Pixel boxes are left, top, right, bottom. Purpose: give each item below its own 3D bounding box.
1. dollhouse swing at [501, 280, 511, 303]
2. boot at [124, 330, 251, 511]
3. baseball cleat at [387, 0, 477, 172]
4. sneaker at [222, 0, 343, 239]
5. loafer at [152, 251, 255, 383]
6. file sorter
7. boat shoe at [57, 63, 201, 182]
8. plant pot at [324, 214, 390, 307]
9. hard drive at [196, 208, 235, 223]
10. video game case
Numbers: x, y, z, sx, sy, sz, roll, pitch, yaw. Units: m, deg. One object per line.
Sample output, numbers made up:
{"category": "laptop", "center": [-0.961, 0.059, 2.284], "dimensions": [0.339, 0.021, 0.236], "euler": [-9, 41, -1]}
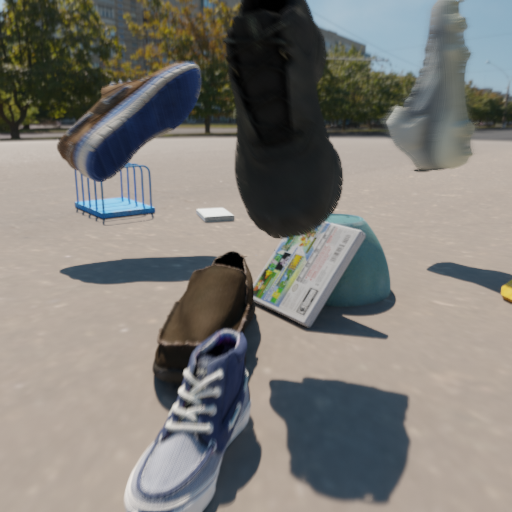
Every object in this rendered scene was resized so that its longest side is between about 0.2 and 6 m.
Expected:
{"category": "dollhouse swing", "center": [4.405, 0.597, 8.128], "dimensions": [1.059, 1.024, 1.165], "euler": [39, 1, -21]}
{"category": "boot", "center": [-0.509, 1.262, 4.462], "dimensions": [0.661, 0.820, 1.816], "euler": [4, 16, 14]}
{"category": "baseball cleat", "center": [3.167, -3.132, 10.458], "dimensions": [1.651, 3.103, 1.082], "euler": [-4, -2, 40]}
{"category": "sneaker", "center": [0.153, -1.796, 6.218], "dimensions": [1.269, 3.342, 1.517], "euler": [-12, -25, 15]}
{"category": "loafer", "center": [-0.576, 0.599, 6.588], "dimensions": [1.013, 0.991, 2.777], "euler": [1, 15, 4]}
{"category": "file sorter", "center": [-3.895, -1.873, 15.199], "dimensions": [1.475, 1.304, 2.126], "euler": [-10, 17, -35]}
{"category": "boat shoe", "center": [-2.487, -2.917, 11.062], "dimensions": [1.242, 1.239, 3.431], "euler": [29, 56, 23]}
{"category": "plant pot", "center": [1.243, -0.030, 8.674], "dimensions": [1.691, 1.139, 1.691], "euler": [0, 14, 0]}
{"category": "hard drive", "center": [-1.059, -1.048, 14.340], "dimensions": [0.761, 0.152, 1.153], "euler": [-4, 15, -16]}
{"category": "video game case", "center": [0.661, 0.164, 7.840], "dimensions": [0.162, 1.477, 1.346], "euler": [40, -12, -36]}
